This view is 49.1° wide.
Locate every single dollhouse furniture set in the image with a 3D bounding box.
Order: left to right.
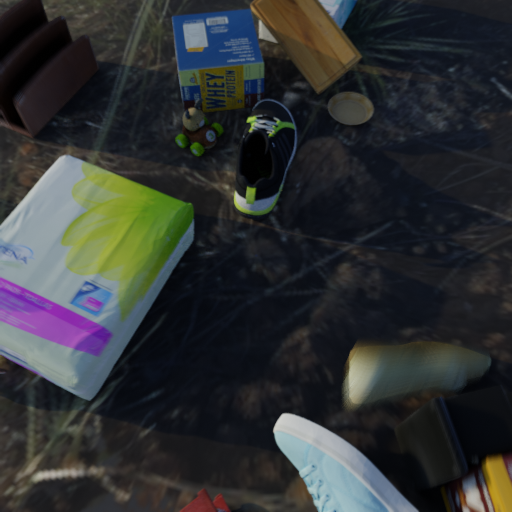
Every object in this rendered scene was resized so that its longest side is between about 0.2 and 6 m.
[{"bbox_3d":[-1.135,3.817,6.625,2.140,1.151,0.870,-34,65,-12],"label":"dollhouse furniture set"}]

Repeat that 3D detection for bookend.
[{"bbox_3d":[2.965,2.231,7.075,1.892,1.880,0.871,-11,63,-7],"label":"bookend"}]

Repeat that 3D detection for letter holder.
[{"bbox_3d":[-4.335,-3.754,10.874,1.134,1.603,2.255,23,61,14],"label":"letter holder"}]

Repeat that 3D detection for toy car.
[{"bbox_3d":[-1.099,-2.495,10.513,0.723,0.916,0.752,31,64,18],"label":"toy car"}]

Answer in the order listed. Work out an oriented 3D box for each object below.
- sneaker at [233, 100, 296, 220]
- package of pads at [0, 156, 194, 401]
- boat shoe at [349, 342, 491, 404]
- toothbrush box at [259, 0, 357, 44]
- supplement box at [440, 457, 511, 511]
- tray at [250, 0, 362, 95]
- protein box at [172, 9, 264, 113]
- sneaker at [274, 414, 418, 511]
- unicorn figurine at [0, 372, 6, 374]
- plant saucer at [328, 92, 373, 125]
[{"bbox_3d":[0.203,-1.944,10.033,1.007,1.162,2.807,5,59,3],"label":"sneaker"},{"bbox_3d":[-2.844,0.169,8.782,2.577,1.138,3.336,23,61,12],"label":"package of pads"},{"bbox_3d":[2.339,1.680,8.004,2.246,0.819,0.707,1,97,-24],"label":"boat shoe"},{"bbox_3d":[1.206,-5.620,12.393,1.611,0.938,2.201,22,63,13],"label":"toothbrush box"},{"bbox_3d":[3.482,3.061,6.592,1.844,1.870,1.242,-9,59,-5],"label":"supplement box"},{"bbox_3d":[1.000,-4.475,11.217,1.090,0.409,2.209,-38,92,8],"label":"tray"},{"bbox_3d":[-0.768,-3.901,11.244,1.635,1.111,1.647,-8,59,-5],"label":"protein box"},{"bbox_3d":[1.129,3.230,6.980,2.839,1.049,1.163,39,62,21],"label":"sneaker"},{"bbox_3d":[-4.679,1.379,8.185,0.594,1.608,1.104,-49,51,1],"label":"unicorn figurine"},{"bbox_3d":[1.882,-2.907,11.205,0.906,0.160,0.906,0,59,0],"label":"plant saucer"}]
